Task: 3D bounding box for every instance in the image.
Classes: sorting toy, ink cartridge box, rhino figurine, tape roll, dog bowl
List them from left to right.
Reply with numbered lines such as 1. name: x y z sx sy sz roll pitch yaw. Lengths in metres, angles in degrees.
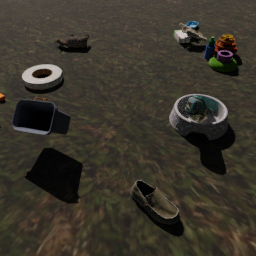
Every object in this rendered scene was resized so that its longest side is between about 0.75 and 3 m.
1. tape roll: -3.289 -1.994 10.825 1.512 0.276 1.512 -1 40 0
2. rhino figurine: -2.663 -4.029 13.043 1.666 0.498 0.728 -2 40 0
3. ink cartridge box: 2.649 -4.403 13.585 0.586 0.337 1.000 -5 40 -9
4. dog bowl: 2.242 -0.414 8.783 1.837 0.539 1.837 0 40 0
5. sorting toy: 4.008 -3.334 11.878 1.369 0.935 2.278 10 42 11

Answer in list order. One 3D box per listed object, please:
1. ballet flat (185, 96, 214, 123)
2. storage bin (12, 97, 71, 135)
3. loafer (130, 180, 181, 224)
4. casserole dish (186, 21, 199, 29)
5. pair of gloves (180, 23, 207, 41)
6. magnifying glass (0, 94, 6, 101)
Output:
1. ballet flat: 2.096 -0.487 8.382 0.689 0.689 1.857 28 6 29
2. storage bin: -2.243 -0.274 7.535 1.341 0.901 0.976 7 83 25
3. loafer: 0.589 1.661 6.394 1.362 0.474 0.512 29 48 30
4. casserole dish: 3.415 -5.469 14.961 0.568 0.182 0.938 19 45 21
5. pair of gloves: 3.102 -4.588 13.523 1.305 0.269 1.534 22 29 -11
6. magnifying glass: -5.005 -1.371 10.176 1.674 0.187 0.666 29 48 28
